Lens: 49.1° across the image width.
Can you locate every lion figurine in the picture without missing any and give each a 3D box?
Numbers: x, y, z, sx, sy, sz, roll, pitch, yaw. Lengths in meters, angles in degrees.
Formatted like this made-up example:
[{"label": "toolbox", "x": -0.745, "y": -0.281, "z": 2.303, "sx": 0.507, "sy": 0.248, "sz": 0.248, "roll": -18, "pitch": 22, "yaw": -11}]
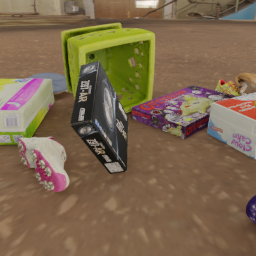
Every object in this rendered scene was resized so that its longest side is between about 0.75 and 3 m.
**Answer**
[{"label": "lion figurine", "x": 4.097, "y": -1.463, "z": 8.951, "sx": 2.054, "sy": 0.744, "sz": 1.258, "roll": 9, "pitch": 40, "yaw": -22}]

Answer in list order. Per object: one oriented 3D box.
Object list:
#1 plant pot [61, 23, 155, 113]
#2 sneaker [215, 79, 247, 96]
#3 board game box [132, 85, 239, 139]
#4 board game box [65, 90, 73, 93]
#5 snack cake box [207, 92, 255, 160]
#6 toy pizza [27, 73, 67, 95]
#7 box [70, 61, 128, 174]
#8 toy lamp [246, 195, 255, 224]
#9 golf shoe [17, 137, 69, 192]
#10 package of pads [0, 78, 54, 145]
[{"label": "plant pot", "x": -0.666, "y": -1.676, "z": 7.641, "sx": 2.106, "sy": 2.117, "sz": 1.921, "roll": -19, "pitch": 41, "yaw": -25}, {"label": "sneaker", "x": 3.307, "y": -1.237, "z": 9.017, "sx": 0.471, "sy": 0.545, "sz": 1.206, "roll": -14, "pitch": 30, "yaw": -31}, {"label": "board game box", "x": 1.698, "y": -0.570, "z": 7.794, "sx": 1.724, "sy": 0.464, "sz": 2.873, "roll": 18, "pitch": 30, "yaw": 42}, {"label": "board game box", "x": -1.333, "y": -1.707, "z": 10.292, "sx": 2.127, "sy": 0.275, "sz": 2.127, "roll": 14, "pitch": 30, "yaw": 28}, {"label": "snack cake box", "x": 3.278, "y": -0.217, "z": 6.485, "sx": 2.467, "sy": 0.829, "sz": 1.419, "roll": -13, "pitch": 30, "yaw": -25}, {"label": "toy pizza", "x": -2.659, "y": -1.439, "z": 9.333, "sx": 1.515, "sy": 0.240, "sz": 1.515, "roll": 4, "pitch": 35, "yaw": -3}, {"label": "box", "x": -0.406, "y": -0.126, "z": 4.849, "sx": 0.347, "sy": 1.594, "sz": 1.277, "roll": -10, "pitch": 52, "yaw": 15}, {"label": "toy lamp", "x": 1.981, "y": 1.559, "z": 2.928, "sx": 0.657, "sy": 0.657, "sz": 2.259, "roll": -1, "pitch": 26, "yaw": -1}, {"label": "golf shoe", "x": -1.409, "y": 0.543, "z": 5.129, "sx": 0.790, "sy": 0.650, "sz": 1.726, "roll": -15, "pitch": 30, "yaw": -35}, {"label": "package of pads", "x": -3.220, "y": -0.542, "z": 7.073, "sx": 2.082, "sy": 0.919, "sz": 2.695, "roll": 0, "pitch": 25, "yaw": -1}]
